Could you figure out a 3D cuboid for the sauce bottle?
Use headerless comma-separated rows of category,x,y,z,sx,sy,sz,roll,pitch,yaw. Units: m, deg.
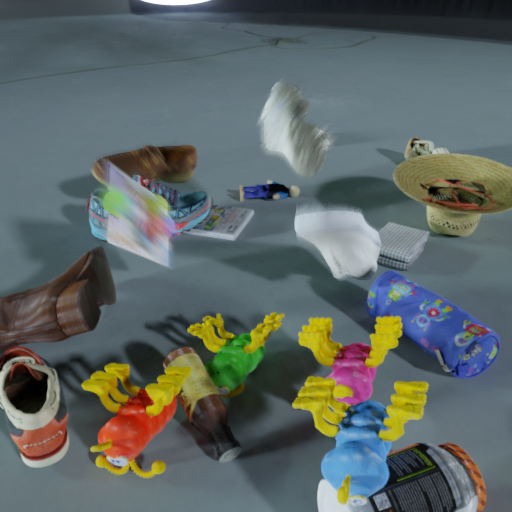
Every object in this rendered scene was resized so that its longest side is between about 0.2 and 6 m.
sauce bottle,-0.686,1.880,7.152,0.515,0.515,1.559,-16,47,-25

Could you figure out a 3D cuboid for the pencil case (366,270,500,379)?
pencil case,2.597,1.040,8.534,0.931,0.837,2.145,-31,40,-19

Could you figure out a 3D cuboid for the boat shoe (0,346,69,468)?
boat shoe,-2.993,1.739,7.317,0.840,0.739,2.361,-19,28,-23

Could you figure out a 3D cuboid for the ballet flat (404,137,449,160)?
ballet flat,4.681,-2.599,14.912,0.803,0.744,2.279,-14,33,-18

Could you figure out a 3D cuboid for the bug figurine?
bug figurine,0.123,1.688,6.772,4.052,1.043,3.142,-2,17,28

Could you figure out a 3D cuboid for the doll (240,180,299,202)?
doll,0.333,-1.571,13.535,1.438,0.348,0.981,-2,31,-3

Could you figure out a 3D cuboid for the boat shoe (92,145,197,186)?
boat shoe,-2.462,-2.136,12.667,2.508,0.847,0.903,-12,57,-36

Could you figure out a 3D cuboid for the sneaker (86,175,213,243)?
sneaker,-2.192,-1.078,11.623,2.617,1.250,1.038,-12,35,-10

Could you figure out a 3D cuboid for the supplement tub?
supplement tub,1.507,2.536,5.805,1.559,0.955,0.955,-12,32,-18

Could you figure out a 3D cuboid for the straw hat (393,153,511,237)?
straw hat,4.168,-1.054,11.785,2.848,1.205,2.848,-2,33,1

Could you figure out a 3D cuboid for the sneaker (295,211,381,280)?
sneaker,1.410,-0.111,8.832,0.910,0.882,2.493,-9,-14,33

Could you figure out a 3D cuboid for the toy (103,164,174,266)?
toy,-1.603,-0.565,8.506,0.464,1.132,1.967,-6,-12,17

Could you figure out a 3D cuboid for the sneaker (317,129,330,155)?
sneaker,0.953,-2.144,10.495,0.741,0.639,1.690,12,23,-6

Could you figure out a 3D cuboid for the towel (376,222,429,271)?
towel,2.751,-0.176,11.013,0.935,0.483,1.129,18,36,30

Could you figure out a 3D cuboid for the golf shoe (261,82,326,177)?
golf shoe,0.555,-1.915,9.254,0.736,0.914,1.880,9,53,-31

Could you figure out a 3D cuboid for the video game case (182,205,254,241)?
video game case,-0.819,-0.766,12.346,1.206,0.146,1.323,9,32,15

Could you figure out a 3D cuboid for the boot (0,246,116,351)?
boot,-3.975,0.813,8.890,3.162,1.016,2.947,-15,12,0
